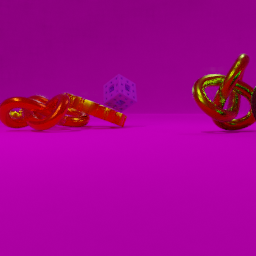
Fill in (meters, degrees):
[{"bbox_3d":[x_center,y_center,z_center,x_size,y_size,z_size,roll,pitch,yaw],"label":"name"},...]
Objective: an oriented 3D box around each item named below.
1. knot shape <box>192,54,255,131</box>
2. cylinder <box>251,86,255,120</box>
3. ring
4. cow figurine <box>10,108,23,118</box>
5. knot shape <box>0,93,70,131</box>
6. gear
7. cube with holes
[{"bbox_3d":[2.392,-0.775,6.857,1.831,1.957,0.904,-12,15,-28],"label":"knot shape"},{"bbox_3d":[3.168,-0.518,5.261,1.152,1.152,1.152,-19,9,-18],"label":"cylinder"},{"bbox_3d":[-2.197,-0.455,9.710,1.781,0.356,1.781,13,15,-4],"label":"ring"},{"bbox_3d":[-4.029,-0.366,10.220,1.155,0.644,1.174,1,-4,20],"label":"cow figurine"},{"bbox_3d":[-2.244,-0.437,7.363,1.758,0.868,1.879,3,10,38],"label":"knot shape"},{"bbox_3d":[-1.080,-0.567,8.976,2.092,0.387,2.092,20,0,0],"label":"gear"},{"bbox_3d":[-0.269,-1.162,9.467,0.790,0.790,0.790,24,-41,-38],"label":"cube with holes"}]
